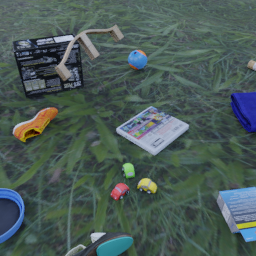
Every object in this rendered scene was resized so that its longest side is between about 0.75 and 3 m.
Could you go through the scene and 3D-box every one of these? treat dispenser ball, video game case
[{"bbox_3d":[0.477,-3.376,13.888,0.931,0.931,0.931,0,38,0],"label":"treat dispenser ball"},{"bbox_3d":[0.893,0.027,10.100,1.796,0.227,1.972,30,48,33],"label":"video game case"}]

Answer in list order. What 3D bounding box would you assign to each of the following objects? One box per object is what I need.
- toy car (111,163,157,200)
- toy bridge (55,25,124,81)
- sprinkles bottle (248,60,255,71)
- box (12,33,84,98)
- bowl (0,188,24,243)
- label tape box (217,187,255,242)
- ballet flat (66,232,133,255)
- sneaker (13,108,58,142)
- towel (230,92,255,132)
[{"bbox_3d":[0.082,1.450,8.205,1.344,0.300,1.264,-8,39,-10],"label":"toy car"},{"bbox_3d":[-1.352,-2.774,9.489,2.798,0.940,0.381,-43,18,-22],"label":"toy bridge"},{"bbox_3d":[6.520,-2.936,13.725,0.421,0.421,1.234,-28,45,-31],"label":"sprinkles bottle"},{"bbox_3d":[-3.338,-2.686,12.003,2.611,2.138,1.124,-14,39,-17],"label":"box"},{"bbox_3d":[-3.479,2.272,7.140,1.632,0.320,1.632,0,38,0],"label":"bowl"},{"bbox_3d":[3.041,2.241,7.055,1.061,0.466,1.472,-5,38,-7],"label":"label tape box"},{"bbox_3d":[-0.809,2.757,6.297,1.887,0.641,0.645,-22,35,-26],"label":"ballet flat"},{"bbox_3d":[-3.187,-0.099,10.052,0.701,0.664,1.818,36,56,18],"label":"sneaker"},{"bbox_3d":[5.494,-0.595,10.615,2.773,0.687,2.048,-3,45,-4],"label":"towel"}]
